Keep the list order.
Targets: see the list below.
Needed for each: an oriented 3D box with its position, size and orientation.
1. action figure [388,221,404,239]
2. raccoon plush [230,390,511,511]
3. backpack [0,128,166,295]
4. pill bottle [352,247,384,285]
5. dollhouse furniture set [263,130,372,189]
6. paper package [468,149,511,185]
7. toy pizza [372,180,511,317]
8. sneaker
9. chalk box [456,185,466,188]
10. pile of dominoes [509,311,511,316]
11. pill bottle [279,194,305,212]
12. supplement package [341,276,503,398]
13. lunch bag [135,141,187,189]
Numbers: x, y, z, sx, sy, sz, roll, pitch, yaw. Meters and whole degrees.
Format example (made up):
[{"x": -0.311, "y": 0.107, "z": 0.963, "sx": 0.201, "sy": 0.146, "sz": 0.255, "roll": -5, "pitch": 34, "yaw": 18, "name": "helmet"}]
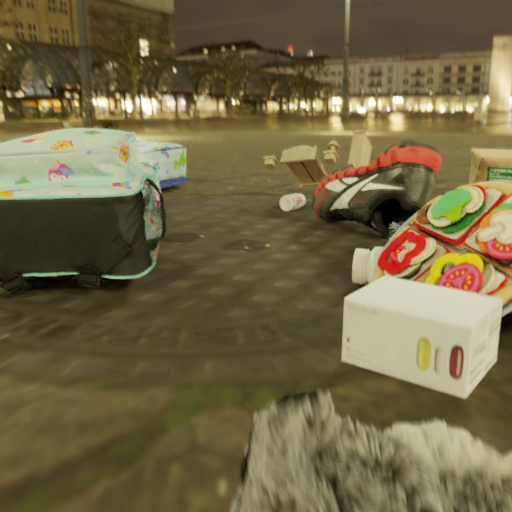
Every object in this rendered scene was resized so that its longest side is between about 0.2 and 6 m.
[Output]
[{"x": 2.050, "y": -0.092, "z": 7.070, "sx": 0.643, "sy": 0.864, "sz": 0.579, "roll": -18, "pitch": 37, "yaw": 49, "name": "action figure"}, {"x": 0.540, "y": 1.458, "z": 2.137, "sx": 1.375, "sy": 0.993, "sz": 2.052, "roll": 13, "pitch": 44, "yaw": -2, "name": "raccoon plush"}, {"x": -2.327, "y": -0.688, "z": 7.391, "sx": 2.231, "sy": 1.946, "sz": 2.538, "roll": -6, "pitch": 9, "yaw": 0, "name": "backpack"}, {"x": 1.654, "y": 0.161, "z": 6.795, "sx": 0.916, "sy": 0.519, "sz": 0.519, "roll": 5, "pitch": 16, "yaw": 18, "name": "pill bottle"}, {"x": 1.573, "y": -2.195, "z": 13.248, "sx": 2.161, "sy": 1.055, "sz": 1.843, "roll": 1, "pitch": -25, "yaw": 28, "name": "dollhouse furniture set"}, {"x": 5.993, "y": -1.708, "z": 12.425, "sx": 2.279, "sy": 1.179, "sz": 2.172, "roll": 5, "pitch": 16, "yaw": 13, "name": "paper package"}, {"x": 2.050, "y": -0.090, "z": 5.742, "sx": 2.041, "sy": 0.323, "sz": 2.041, "roll": -32, "pitch": 30, "yaw": 21, "name": "toy pizza"}, {"x": 1.921, "y": -0.928, "z": 9.705, "sx": 0.996, "sy": 1.377, "sz": 2.818, "roll": 18, "pitch": -20, "yaw": -31, "name": "sneaker"}, {"x": 3.703, "y": -0.580, "z": 8.654, "sx": 1.596, "sy": 0.996, "sz": 0.989, "roll": -13, "pitch": 19, "yaw": -36, "name": "chalk box"}, {"x": 3.761, "y": 0.199, "z": 6.753, "sx": 2.964, "sy": 0.472, "sz": 2.310, "roll": -5, "pitch": 16, "yaw": -16, "name": "pile of dominoes"}, {"x": 0.791, "y": -1.153, "z": 11.990, "sx": 0.332, "sy": 0.332, "sz": 0.586, "roll": 11, "pitch": 19, "yaw": 34, "name": "pill bottle"}, {"x": 1.425, "y": 0.641, "z": 4.849, "sx": 1.098, "sy": 0.609, "sz": 0.855, "roll": 11, "pitch": 18, "yaw": 36, "name": "supplement package"}, {"x": -3.534, "y": -2.393, "z": 14.853, "sx": 2.956, "sy": 1.219, "sz": 2.376, "roll": 7, "pitch": 16, "yaw": 25, "name": "lunch bag"}]
